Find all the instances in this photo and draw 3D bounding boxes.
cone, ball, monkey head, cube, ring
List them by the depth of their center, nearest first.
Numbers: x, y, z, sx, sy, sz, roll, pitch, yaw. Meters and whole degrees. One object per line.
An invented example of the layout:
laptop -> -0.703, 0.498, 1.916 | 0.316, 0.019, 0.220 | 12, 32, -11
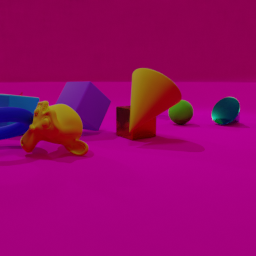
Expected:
ring -> -2.752, -0.056, 5.950 | 1.513, 0.303, 1.513 | -16, -13, -4
monkey head -> -1.600, 0.066, 5.998 | 1.705, 1.227, 1.028 | 45, 8, 39
cone -> 0.371, -0.456, 6.697 | 1.356, 1.361, 1.356 | 28, -18, 10
cube -> 0.217, -0.174, 7.629 | 0.810, 0.810, 0.810 | -7, 12, -33
cube -> -3.274, -0.417, 7.945 | 1.019, 1.019, 1.019 | 7, 4, 30
cube -> -1.296, -0.617, 7.954 | 1.017, 1.017, 1.017 | 7, -24, 39
ball -> 1.790, -0.533, 9.487 | 0.830, 0.830, 0.830 | 0, 10, 0
cone -> 3.616, -0.399, 9.698 | 1.022, 1.018, 1.018 | 28, -9, -37

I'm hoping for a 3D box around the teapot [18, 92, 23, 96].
teapot -> -4.048, -0.784, 10.175 | 0.733, 1.179, 0.577 | 22, 4, -21
